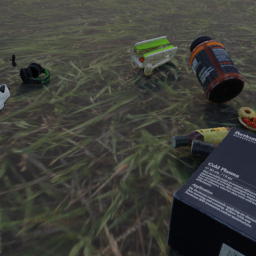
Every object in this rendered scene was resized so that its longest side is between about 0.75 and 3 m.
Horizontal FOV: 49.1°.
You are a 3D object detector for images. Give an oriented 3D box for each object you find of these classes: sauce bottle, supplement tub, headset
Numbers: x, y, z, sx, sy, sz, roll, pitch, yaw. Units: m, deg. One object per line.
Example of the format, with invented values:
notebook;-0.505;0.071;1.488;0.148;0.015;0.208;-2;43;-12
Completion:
sauce bottle;2.903;0.755;7.365;2.437;0.788;0.788;11;36;16
supplement tub;3.226;-2.321;10.636;1.424;1.424;2.663;-7;55;-10
headset;-4.215;-2.499;12.015;1.832;0.861;1.131;23;39;13
sauce bottle;2.150;0.315;8.136;1.737;0.573;0.573;-5;35;-11

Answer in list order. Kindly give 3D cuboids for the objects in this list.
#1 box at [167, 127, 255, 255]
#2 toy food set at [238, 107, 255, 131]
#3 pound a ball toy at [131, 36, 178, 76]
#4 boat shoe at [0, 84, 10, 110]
box;2.734;1.671;5.325;2.969;1.546;2.704;25;43;31
toy food set;4.308;-0.292;9.302;1.197;0.294;1.209;4;34;6
pound a ball toy;1.271;-3.280;13.264;2.435;1.035;1.588;-25;67;-32
boat shoe;-4.791;-1.136;10.345;0.547;0.500;1.521;2;35;3
